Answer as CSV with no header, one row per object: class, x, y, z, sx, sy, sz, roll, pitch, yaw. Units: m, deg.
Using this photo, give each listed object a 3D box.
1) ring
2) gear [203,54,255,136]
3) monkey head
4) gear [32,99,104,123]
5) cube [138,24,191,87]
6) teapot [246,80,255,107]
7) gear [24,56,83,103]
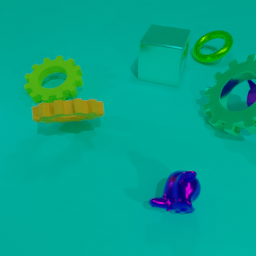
ring,2.971,-2.886,9.878,1.426,0.285,1.426,-19,49,23
gear,2.920,-0.838,7.081,0.387,2.092,2.092,29,29,-37
monkey head,0.905,1.220,5.477,0.980,1.362,0.821,7,70,-4
gear,-1.441,-0.389,6.841,1.675,1.675,0.310,-6,86,-6
cube,1.153,-2.336,8.964,1.341,1.341,1.341,13,45,13
teapot,3.475,-0.829,7.232,0.922,0.726,1.482,-36,40,18
gear,-2.230,-1.443,8.451,1.709,0.316,1.709,-3,58,4
